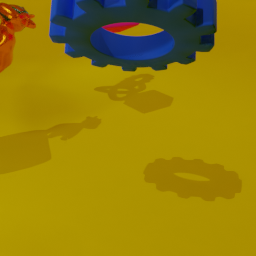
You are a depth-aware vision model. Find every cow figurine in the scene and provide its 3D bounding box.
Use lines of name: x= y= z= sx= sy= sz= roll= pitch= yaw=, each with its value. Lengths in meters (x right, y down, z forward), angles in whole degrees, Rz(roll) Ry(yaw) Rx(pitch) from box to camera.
cow figurine: x=-2.443 y=-1.778 z=5.565 sx=0.717 sy=1.305 sz=1.284 roll=37 pitch=55 yaw=8

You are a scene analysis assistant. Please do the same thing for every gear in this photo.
gear: x=0.056 y=-1.152 z=3.306 sx=1.876 sy=0.347 sz=1.876 roll=3 pitch=-8 yaw=0

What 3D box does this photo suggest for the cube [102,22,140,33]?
cube: x=-0.472 y=-2.849 z=6.679 sx=1.020 sy=1.020 sz=1.020 roll=-17 pitch=15 yaw=-26
